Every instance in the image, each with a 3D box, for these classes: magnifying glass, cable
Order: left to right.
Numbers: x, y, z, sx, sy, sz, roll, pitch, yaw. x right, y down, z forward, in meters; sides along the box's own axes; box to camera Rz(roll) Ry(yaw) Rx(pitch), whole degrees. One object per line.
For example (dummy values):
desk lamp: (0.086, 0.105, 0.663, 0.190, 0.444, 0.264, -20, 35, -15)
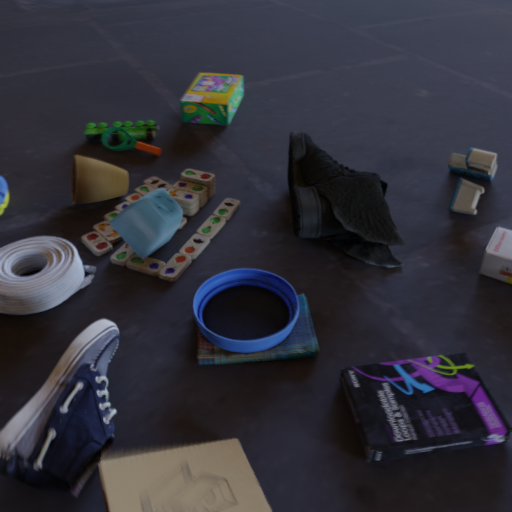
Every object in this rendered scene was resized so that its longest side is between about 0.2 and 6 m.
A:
cable: (-3.921, 0.324, 9.812, 1.699, 0.588, 1.700, 17, 41, 21)
magnifying glass: (-3.126, -2.806, 14.022, 1.612, 0.181, 0.642, 19, 73, 15)

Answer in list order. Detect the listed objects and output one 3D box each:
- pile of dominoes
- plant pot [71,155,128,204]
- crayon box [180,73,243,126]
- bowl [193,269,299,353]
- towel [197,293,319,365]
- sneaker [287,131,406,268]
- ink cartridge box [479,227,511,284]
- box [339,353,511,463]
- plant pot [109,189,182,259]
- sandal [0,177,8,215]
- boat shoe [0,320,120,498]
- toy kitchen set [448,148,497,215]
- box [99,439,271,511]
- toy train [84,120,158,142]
pile of dominoes: (-1.939, -0.848, 11.403, 2.399, 0.490, 3.078, 15, 40, 18)
plant pot: (-3.362, -1.606, 12.083, 1.111, 1.035, 1.035, 1, 35, -23)
crayon box: (-1.207, -4.493, 15.924, 1.318, 0.646, 2.219, 6, 38, 8)
bowl: (-0.166, 0.869, 9.081, 1.711, 0.336, 1.711, 0, 39, 0)
towel: (-0.009, 1.159, 9.068, 1.896, 0.206, 1.390, -3, 37, -4)
sneaker: (1.725, -1.308, 11.541, 2.008, 1.156, 3.851, 0, 43, 0)
ink cartridge box: (4.864, 0.094, 10.138, 1.321, 0.551, 0.958, 21, 43, 25)
box: (2.287, 2.057, 7.798, 1.959, 0.354, 1.401, -7, 38, -7)
plant pot: (-1.931, -0.707, 10.443, 0.945, 0.962, 0.942, 48, 37, -2)
sandal: (-6.187, -0.952, 10.913, 1.181, 1.293, 2.971, 18, 40, 24)
boat shoe: (-2.258, 2.012, 7.553, 1.174, 0.945, 2.531, 21, 46, 9)
toy kitchen set: (4.560, -1.591, 12.350, 1.013, 1.377, 1.719, 20, 6, 23)
box: (-0.780, 2.874, 6.470, 1.804, 0.192, 1.475, -1, 33, -27)
toy train: (-3.501, -3.207, 14.526, 1.916, 0.400, 0.540, -3, 48, -4)
